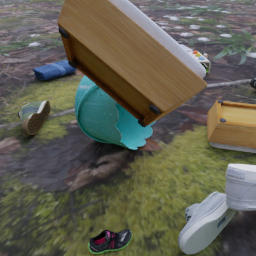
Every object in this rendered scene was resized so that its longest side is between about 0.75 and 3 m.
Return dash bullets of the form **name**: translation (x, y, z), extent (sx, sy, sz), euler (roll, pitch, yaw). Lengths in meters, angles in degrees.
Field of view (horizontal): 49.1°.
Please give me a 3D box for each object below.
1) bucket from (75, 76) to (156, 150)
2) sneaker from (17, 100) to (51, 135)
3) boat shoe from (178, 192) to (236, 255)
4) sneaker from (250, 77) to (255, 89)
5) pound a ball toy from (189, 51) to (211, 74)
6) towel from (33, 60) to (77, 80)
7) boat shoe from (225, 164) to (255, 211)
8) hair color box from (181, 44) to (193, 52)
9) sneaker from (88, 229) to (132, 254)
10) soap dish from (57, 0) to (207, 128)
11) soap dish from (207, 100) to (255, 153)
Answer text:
- **bucket**: translation (-0.285, -0.615, 7.829), extent (1.517, 2.332, 2.332), euler (9, 32, 31)
- **sneaker**: translation (-3.148, -0.327, 8.901), extent (0.820, 0.612, 1.826), euler (-2, 30, 9)
- **boat shoe**: translation (1.474, 1.798, 5.529), extent (1.788, 0.624, 0.637), euler (-21, 28, -38)
- **sneaker**: translation (5.504, -1.888, 11.433), extent (1.647, 0.609, 0.653), euler (-12, 24, -30)
- **pound a ball toy**: translation (3.480, -3.223, 13.310), extent (1.177, 0.767, 1.805), euler (-3, 33, -5)
- **towel**: translation (-3.248, -2.581, 12.600), extent (1.006, 0.437, 1.801), euler (28, 41, 36)
- **boat shoe**: translation (3.079, 1.352, 5.761), extent (2.749, 0.942, 0.990), euler (10, 2, -34)
- **hair color box**: translation (2.078, -3.682, 14.149), extent (2.075, 0.673, 1.134), euler (-13, 35, -16)
- **sneaker**: translation (-0.316, 2.078, 5.216), extent (0.864, 0.362, 0.331), euler (-13, 34, -19)
- **soap dish**: translation (-0.055, -1.174, 5.167), extent (2.630, 2.069, 1.068), euler (40, 80, -1)
- **soap dish**: translation (3.445, -0.068, 8.160), extent (2.153, 0.874, 1.694), euler (8, 33, 11)
